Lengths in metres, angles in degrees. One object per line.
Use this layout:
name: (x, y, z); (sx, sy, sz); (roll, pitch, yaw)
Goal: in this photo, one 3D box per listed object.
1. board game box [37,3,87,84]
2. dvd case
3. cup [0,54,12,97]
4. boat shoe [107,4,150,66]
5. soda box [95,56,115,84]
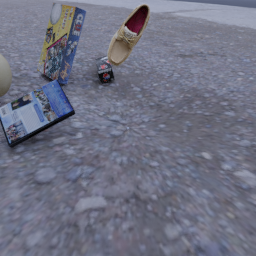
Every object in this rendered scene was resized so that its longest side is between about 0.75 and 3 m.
board game box: (-2.548, -3.188, 10.508); (0.465, 2.685, 1.819); (5, 20, -43)
dvd case: (-2.386, -0.412, 7.197); (1.792, 0.157, 1.279); (-29, 60, -8)
cup: (-4.564, -1.598, 8.537); (1.567, 1.567, 1.121); (8, 17, 12)
boat shoe: (0.015, -3.012, 8.941); (0.799, 2.166, 0.749); (29, 3, -8)
soda box: (-0.925, -2.341, 11.079); (0.574, 0.514, 1.622); (-16, 33, -1)
